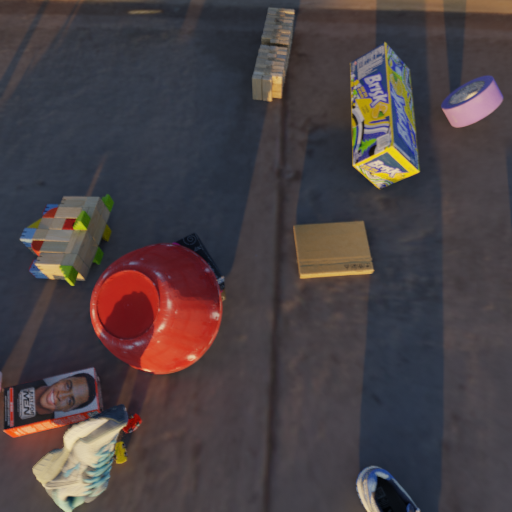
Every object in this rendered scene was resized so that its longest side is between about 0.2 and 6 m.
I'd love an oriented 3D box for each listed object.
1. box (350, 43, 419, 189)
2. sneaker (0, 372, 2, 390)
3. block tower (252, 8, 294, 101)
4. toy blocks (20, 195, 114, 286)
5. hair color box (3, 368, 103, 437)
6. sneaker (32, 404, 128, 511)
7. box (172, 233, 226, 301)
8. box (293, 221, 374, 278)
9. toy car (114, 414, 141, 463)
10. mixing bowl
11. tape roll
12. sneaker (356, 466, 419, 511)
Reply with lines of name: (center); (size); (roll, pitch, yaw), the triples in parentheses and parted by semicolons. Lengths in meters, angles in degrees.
box: (2.737, -3.045, 12.093); (0.987, 1.076, 3.070); (-23, 50, 39)
sneaker: (-5.401, 2.424, 9.193); (2.214, 0.806, 0.937); (-7, 57, -6)
block tower: (0.440, -4.908, 13.607); (0.689, 0.738, 2.552); (8, 61, 5)
toy blocks: (-3.813, -0.363, 10.863); (1.445, 1.056, 2.114); (2, 58, 14)
hair color box: (-3.389, 2.449, 9.383); (1.515, 0.464, 0.769); (-12, 59, -8)
sneaker: (-2.418, 3.031, 8.330); (0.869, 2.240, 0.967); (-13, 61, -53)
box: (-1.554, 0.581, 10.190); (1.717, 0.985, 1.134); (-28, 65, -14)
box: (1.513, -0.145, 11.098); (1.444, 0.154, 1.180); (-4, 59, -2)
toy car: (-2.359, 2.956, 9.252); (0.768, 0.182, 0.816); (13, 60, 8)
mixing bowl: (-1.853, 0.853, 9.345); (2.323, 1.258, 2.323); (-2, 83, 15)
tape roll: (4.776, -3.421, 12.422); (0.508, 1.196, 1.196); (50, 64, -20)
sneaker: (2.145, 4.031, 8.232); (0.759, 0.839, 1.970); (-27, 64, -15)
